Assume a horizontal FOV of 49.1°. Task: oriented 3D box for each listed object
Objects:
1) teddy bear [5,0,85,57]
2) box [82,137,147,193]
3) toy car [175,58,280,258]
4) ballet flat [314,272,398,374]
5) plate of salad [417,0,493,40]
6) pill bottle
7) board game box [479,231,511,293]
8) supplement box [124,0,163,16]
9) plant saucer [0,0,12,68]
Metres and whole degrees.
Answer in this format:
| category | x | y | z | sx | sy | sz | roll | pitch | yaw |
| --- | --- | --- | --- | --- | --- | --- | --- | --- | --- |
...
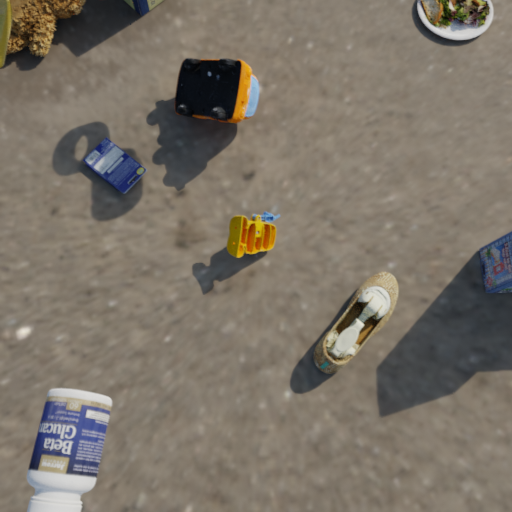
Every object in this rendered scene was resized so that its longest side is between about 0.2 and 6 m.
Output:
| category | x | y | z | sx | sy | sz | roll | pitch | yaw |
| --- | --- | --- | --- | --- | --- | --- | --- | --- | --- |
| teddy bear | -4.203 | -4.363 | 10.203 | 1.691 | 0.779 | 2.332 | 36 | 83 | 18 |
| box | -2.380 | -1.507 | 9.497 | 0.981 | 0.159 | 0.594 | 39 | 76 | 13 |
| toy car | -0.469 | -1.659 | 9.391 | 1.148 | 1.693 | 3.451 | -2 | 88 | -46 |
| ballet flat | 1.600 | 0.985 | 8.447 | 0.670 | 0.621 | 1.901 | 36 | 76 | 5 |
| plate of salad | 3.726 | -4.651 | 10.420 | 1.411 | 0.339 | 1.411 | 0 | 71 | 0 |
| pill bottle | -1.473 | 1.544 | 4.370 | 0.514 | 0.514 | 0.926 | 6 | 67 | 2 |
| board game box | 4.902 | -0.190 | 7.793 | 2.591 | 2.590 | 0.799 | -1 | 72 | 0 |
| supplement box | -2.132 | -5.865 | 10.337 | 1.822 | 1.223 | 1.820 | -42 | 77 | -12 |
| plant saucer | -3.528 | -2.806 | 7.256 | 0.948 | 0.230 | 0.948 | 7 | 86 | 26 |
